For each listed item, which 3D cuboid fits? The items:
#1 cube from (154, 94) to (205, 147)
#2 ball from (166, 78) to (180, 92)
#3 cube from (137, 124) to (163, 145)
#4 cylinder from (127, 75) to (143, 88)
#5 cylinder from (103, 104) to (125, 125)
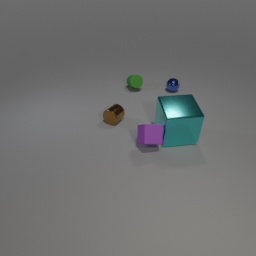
[{"bbox_3d":[1.877,-0.291,10.612,1.400,1.400,1.400,-5,41,-7],"label":"cube"},{"bbox_3d":[2.353,-2.261,14.669,0.700,0.700,0.700,0,31,0],"label":"ball"},{"bbox_3d":[0.781,0.233,10.056,0.700,0.700,0.700,3,-3,-20],"label":"cube"},{"bbox_3d":[0.357,-2.464,14.792,0.700,0.700,0.700,-9,13,-15],"label":"cylinder"},{"bbox_3d":[-0.603,-0.582,11.950,0.700,0.700,0.700,17,35,25],"label":"cylinder"}]
